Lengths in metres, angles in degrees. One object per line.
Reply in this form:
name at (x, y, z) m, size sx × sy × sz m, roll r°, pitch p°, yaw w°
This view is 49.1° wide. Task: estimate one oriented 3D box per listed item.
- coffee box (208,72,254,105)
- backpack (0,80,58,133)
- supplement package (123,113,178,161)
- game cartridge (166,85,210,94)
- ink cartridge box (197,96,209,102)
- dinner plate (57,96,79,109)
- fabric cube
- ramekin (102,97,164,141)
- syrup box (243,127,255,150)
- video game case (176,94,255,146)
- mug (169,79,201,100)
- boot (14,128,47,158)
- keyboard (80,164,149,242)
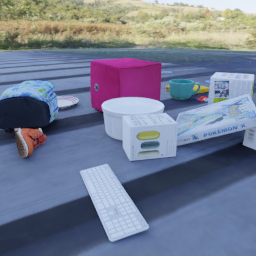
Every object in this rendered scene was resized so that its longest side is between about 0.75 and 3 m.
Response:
coffee box at (4.328, -1.380, 11.768) m, size 1.624 × 1.642 × 1.640 m, roll 9°, pitch 22°, yaw 23°
backpack at (-3.590, -0.879, 10.542) m, size 2.134 × 2.011 × 2.616 m, roll -2°, pitch 4°, yaw 6°
supplement package at (0.605, 0.234, 8.212) m, size 1.375 × 1.043 × 1.036 m, roll -4°, pitch 20°, yaw -12°
game cartridge at (3.445, -2.248, 16.212) m, size 1.924 × 0.312 × 1.696 m, roll -10°, pitch 22°, yaw -31°
ink cartridge box at (4.184, -1.557, 14.306) m, size 1.093 × 0.258 × 0.875 m, roll 13°, pitch 24°, yaw 29°
dinner plate at (-3.358, -1.180, 13.297) m, size 2.033 × 0.246 × 2.033 m, roll 0°, pitch 19°, yaw 0°
fabric cube at (-0.123, -1.772, 12.118) m, size 2.232 × 2.189 × 2.224 m, roll -14°, pitch 26°, yaw -34°
ramekin at (0.168, -0.332, 9.781) m, size 2.137 × 1.042 × 2.137 m, roll 0°, pitch 21°, yaw 0°
syrup box at (4.702, 0.088, 8.946) m, size 2.073 × 0.816 × 0.844 m, roll -13°, pitch 24°, yaw -31°
video game case at (2.877, -0.333, 9.480) m, size 2.700 × 0.326 × 2.962 m, roll -16°, pitch 14°, yaw 22°
mug at (2.849, -1.946, 14.414) m, size 1.480 × 0.915 × 1.216 m, roll 13°, pitch 23°, yaw 30°
boot at (-2.927, 0.365, 8.532) m, size 0.934 × 0.653 × 1.741 m, roll -3°, pitch 19°, yaw -23°
keyboard at (-0.427, 1.473, 6.144) m, size 0.753 × 0.143 × 2.676 m, roll -7°, pitch 21°, yaw -19°
